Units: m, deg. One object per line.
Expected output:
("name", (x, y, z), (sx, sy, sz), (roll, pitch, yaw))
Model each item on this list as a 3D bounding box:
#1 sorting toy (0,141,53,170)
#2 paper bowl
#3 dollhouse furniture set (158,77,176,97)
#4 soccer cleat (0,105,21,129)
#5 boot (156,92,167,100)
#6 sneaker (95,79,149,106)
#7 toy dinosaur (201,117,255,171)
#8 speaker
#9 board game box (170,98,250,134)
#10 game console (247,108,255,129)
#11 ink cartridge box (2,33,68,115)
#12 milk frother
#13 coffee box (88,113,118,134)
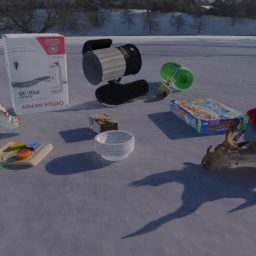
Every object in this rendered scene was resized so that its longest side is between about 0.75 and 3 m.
("sorting toy", (-2.934, 0.724, 7.344), (1.316, 0.262, 1.780), (3, 21, 9))
("paper bowl", (-0.364, 0.492, 7.538), (1.067, 0.555, 1.067), (0, 21, 0))
("dollhouse furniture set", (1.996, -1.964, 13.830), (0.591, 0.780, 0.889), (44, 37, 11))
("soccer cleat", (-3.842, -0.320, 8.605), (0.500, 1.288, 0.446), (-25, 57, 3))
("boot", (1.486, -1.485, 13.172), (0.364, 0.355, 0.965), (-8, 9, 32))
("sneaker", (-0.311, -1.530, 12.742), (2.834, 1.016, 1.174), (-12, 2, -32))
("toy dinosaur", (3.485, 0.471, 6.787), (2.989, 1.283, 2.026), (-1, 14, -18))
("speaker", (2.659, -2.964, 15.705), (1.229, 1.229, 2.780), (-4, 21, -10))
("board game box", (2.874, -0.530, 10.354), (1.791, 0.456, 2.647), (-5, 22, -14))
("game console", (5.604, -0.203, 9.852), (2.006, 1.381, 2.328), (33, 25, -1))
("ink cartridge box", (-3.593, -2.173, 11.179), (2.173, 2.966, 1.228), (-10, 26, -25))
("milk frother", (-0.692, -1.829, 8.872), (1.598, 1.698, 1.533), (-23, 50, -36))
("coffee box", (-0.841, -0.109, 9.279), (0.630, 0.439, 1.102), (-10, 23, -25))
